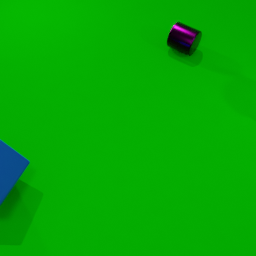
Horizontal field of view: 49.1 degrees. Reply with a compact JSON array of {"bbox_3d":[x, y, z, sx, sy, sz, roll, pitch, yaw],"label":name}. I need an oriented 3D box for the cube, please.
[{"bbox_3d":[-2.868,0.903,5.556,1.081,1.081,1.081,43,45,-20],"label":"cube"}]

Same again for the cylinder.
[{"bbox_3d":[1.720,-2.720,8.565,0.795,0.795,0.795,31,61,18],"label":"cylinder"}]
